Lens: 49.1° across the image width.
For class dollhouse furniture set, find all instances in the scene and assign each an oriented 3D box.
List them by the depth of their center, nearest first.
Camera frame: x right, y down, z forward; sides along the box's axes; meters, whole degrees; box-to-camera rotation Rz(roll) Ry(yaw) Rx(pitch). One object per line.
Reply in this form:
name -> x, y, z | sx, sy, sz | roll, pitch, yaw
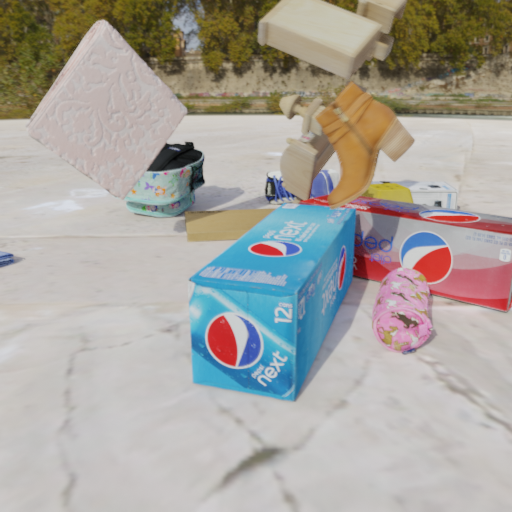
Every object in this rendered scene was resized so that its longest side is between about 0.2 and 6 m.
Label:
dollhouse furniture set -> 1.159, -3.174, 11.322 | 1.834, 3.755, 3.203 | 30, 61, 15

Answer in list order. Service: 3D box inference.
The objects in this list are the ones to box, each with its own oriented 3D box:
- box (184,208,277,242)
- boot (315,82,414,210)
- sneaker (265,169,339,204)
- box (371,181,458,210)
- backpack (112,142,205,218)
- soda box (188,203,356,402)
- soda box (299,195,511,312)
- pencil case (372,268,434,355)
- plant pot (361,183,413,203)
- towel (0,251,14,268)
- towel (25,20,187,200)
box -> -0.478, -0.787, 13.754 | 2.519, 0.268, 2.059 | -2, 19, -8
boot -> 1.210, -1.459, 7.607 | 1.186, 1.527, 0.586 | 41, 34, -6
sneaker -> 1.166, -1.864, 15.953 | 1.641, 1.148, 2.841 | -10, 13, -16
box -> 4.188, -1.604, 15.513 | 2.383, 0.716, 1.390 | 1, 18, 3
backpack -> -2.687, -2.057, 14.975 | 2.179, 1.848, 2.455 | 11, 21, 13
soda box -> 0.480, 0.365, 8.347 | 1.368, 1.446, 4.262 | 6, 19, 18
soda box -> 2.802, -0.224, 10.362 | 4.117, 1.305, 1.441 | 13, 21, 37
pencil case -> 2.186, 0.754, 8.335 | 0.787, 0.753, 1.819 | 45, 23, -2
plant pot -> 3.162, -1.176, 13.665 | 1.214, 1.070, 1.214 | -5, 18, -12
towel -> -5.998, 0.199, 10.831 | 1.522, 0.247, 2.073 | 9, 19, 32
towel -> -2.740, -2.632, 10.639 | 0.411, 2.435, 2.549 | 29, -8, 38
